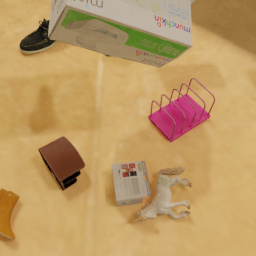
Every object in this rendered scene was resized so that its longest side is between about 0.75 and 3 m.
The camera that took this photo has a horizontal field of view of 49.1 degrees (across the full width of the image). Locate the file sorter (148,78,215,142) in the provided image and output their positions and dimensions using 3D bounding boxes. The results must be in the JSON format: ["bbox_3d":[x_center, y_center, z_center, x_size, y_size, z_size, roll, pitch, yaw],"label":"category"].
[{"bbox_3d":[1.426,-0.535,7.460,1.440,0.903,1.001,-31,62,-19],"label":"file sorter"}]

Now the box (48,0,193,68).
[{"bbox_3d":[-0.114,-2.514,5.256,2.417,1.169,2.133,9,74,-28],"label":"box"}]

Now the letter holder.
[{"bbox_3d":[-1.549,0.819,6.787,0.751,0.532,1.057,-31,62,-21],"label":"letter holder"}]

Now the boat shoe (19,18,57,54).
[{"bbox_3d":[-2.567,-3.329,9.385,2.446,0.811,0.914,-28,60,-17],"label":"boat shoe"}]

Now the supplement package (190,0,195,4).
[{"bbox_3d":[1.383,-3.784,7.597,1.702,0.968,0.932,-41,20,14],"label":"supplement package"}]

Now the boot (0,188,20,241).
[{"bbox_3d":[-2.660,1.848,6.161,1.133,0.399,0.811,27,62,22],"label":"boot"}]

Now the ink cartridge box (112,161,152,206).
[{"bbox_3d":[0.072,1.283,6.549,0.810,0.387,0.922,-6,56,-4],"label":"ink cartridge box"}]

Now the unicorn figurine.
[{"bbox_3d":[0.844,1.596,6.294,1.116,0.600,1.624,2,41,13],"label":"unicorn figurine"}]
